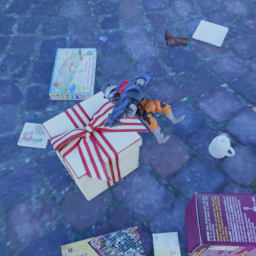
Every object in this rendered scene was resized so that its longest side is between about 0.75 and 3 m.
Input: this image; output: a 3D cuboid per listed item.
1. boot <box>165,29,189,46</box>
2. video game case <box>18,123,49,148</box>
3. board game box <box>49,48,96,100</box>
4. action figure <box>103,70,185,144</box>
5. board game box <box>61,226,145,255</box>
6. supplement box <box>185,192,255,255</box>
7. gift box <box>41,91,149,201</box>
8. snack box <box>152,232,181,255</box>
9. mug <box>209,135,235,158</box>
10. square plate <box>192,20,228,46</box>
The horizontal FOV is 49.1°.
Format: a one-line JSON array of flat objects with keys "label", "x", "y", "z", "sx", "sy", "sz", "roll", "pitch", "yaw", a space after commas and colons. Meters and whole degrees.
[{"label": "boot", "x": 2.416, "y": -4.511, "z": 13.815, "sx": 1.093, "sy": 0.351, "sz": 1.019, "roll": -8, "pitch": 72, "yaw": -1}, {"label": "video game case", "x": -3.662, "y": 0.283, "z": 11.067, "sx": 1.108, "sy": 0.131, "sz": 1.008, "roll": 6, "pitch": 59, "yaw": 4}, {"label": "board game box", "x": -2.400, "y": -2.454, "z": 12.519, "sx": 1.801, "sy": 0.459, "sz": 2.679, "roll": 0, "pitch": 59, "yaw": 1}, {"label": "action figure", "x": 0.177, "y": -0.334, "z": 6.795, "sx": 1.985, "sy": 1.073, "sz": 2.052, "roll": 37, "pitch": 55, "yaw": 8}, {"label": "board game box", "x": -0.686, "y": 4.164, "z": 8.559, "sx": 2.480, "sy": 0.429, "sz": 1.680, "roll": -12, "pitch": 60, "yaw": -7}, {"label": "supplement box", "x": 3.340, "y": 2.976, "z": 8.431, "sx": 2.907, "sy": 1.903, "sz": 1.500, "roll": 2, "pitch": 58, "yaw": 0}, {"label": "gift box", "x": -0.942, "y": 0.653, "z": 9.370, "sx": 2.624, "sy": 2.656, "sz": 2.844, "roll": -37, "pitch": 65, "yaw": -19}, {"label": "snack box", "x": 1.233, "y": 4.022, "z": 8.744, "sx": 0.809, "sy": 0.258, "sz": 1.393, "roll": -3, "pitch": 59, "yaw": -2}, {"label": "mug", "x": 3.534, "y": 0.722, "z": 10.411, "sx": 0.916, "sy": 0.803, "sz": 0.677, "roll": 39, "pitch": 66, "yaw": 21}, {"label": "square plate", "x": 4.121, "y": -4.710, "z": 14.025, "sx": 1.458, "sy": 0.207, "sz": 1.444, "roll": 23, "pitch": 61, "yaw": 13}]
